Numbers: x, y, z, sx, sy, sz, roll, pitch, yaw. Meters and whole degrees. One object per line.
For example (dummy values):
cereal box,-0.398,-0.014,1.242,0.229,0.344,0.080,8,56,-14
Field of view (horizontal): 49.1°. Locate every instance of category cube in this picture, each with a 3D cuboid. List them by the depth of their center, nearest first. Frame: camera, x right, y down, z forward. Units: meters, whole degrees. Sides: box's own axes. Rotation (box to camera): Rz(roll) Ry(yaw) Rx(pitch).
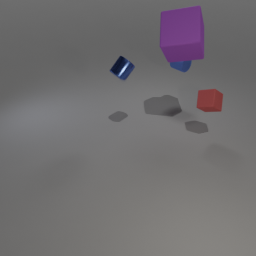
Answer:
cube,2.019,-3.385,10.289,1.400,1.400,1.400,-1,-11,20
cube,3.098,-1.028,10.593,0.700,0.700,0.700,1,-11,43

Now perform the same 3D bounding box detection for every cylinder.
cylinder,-0.213,-2.187,10.364,0.700,0.700,0.700,36,4,-3
cylinder,2.339,-2.909,12.433,0.700,0.700,0.700,-26,44,-36
